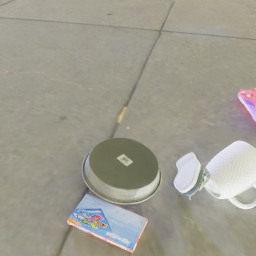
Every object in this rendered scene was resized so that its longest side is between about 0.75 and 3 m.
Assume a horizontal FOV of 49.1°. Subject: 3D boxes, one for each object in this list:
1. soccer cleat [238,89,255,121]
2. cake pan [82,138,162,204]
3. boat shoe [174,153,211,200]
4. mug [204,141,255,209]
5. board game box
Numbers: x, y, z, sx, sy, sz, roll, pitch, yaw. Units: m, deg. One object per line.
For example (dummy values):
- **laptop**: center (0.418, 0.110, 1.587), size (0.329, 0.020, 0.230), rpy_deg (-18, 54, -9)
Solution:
- **soccer cleat**: center (3.970, -0.621, 8.677), size (0.732, 0.839, 2.193), rpy_deg (-4, 24, 0)
- **cake pan**: center (-0.112, 0.903, 6.662), size (1.940, 0.356, 1.940), rpy_deg (7, 39, -6)
- **boat shoe**: center (1.372, 1.062, 6.037), size (0.688, 0.568, 1.837), rpy_deg (-37, 3, 10)
- **mug**: center (2.411, 1.146, 6.277), size (1.183, 0.996, 1.349), rpy_deg (-31, 72, -16)
- **board game box**: center (-0.427, 1.946, 5.854), size (1.499, 0.146, 0.772), rpy_deg (17, 41, 20)
